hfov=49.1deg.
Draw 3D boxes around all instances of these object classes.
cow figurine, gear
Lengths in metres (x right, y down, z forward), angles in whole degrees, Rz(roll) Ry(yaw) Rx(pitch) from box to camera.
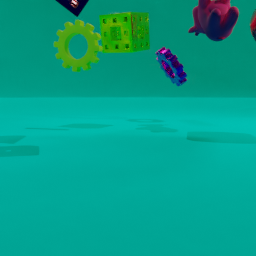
[{"bbox_3d":[2.214,-2.805,7.404,0.949,1.728,1.700,-7,-30,0],"label":"cow figurine"},{"bbox_3d":[1.528,-2.167,9.941,0.272,1.472,1.472,-36,11,-3],"label":"gear"},{"bbox_3d":[-1.301,-2.115,7.285,1.267,1.267,0.234,2,10,16],"label":"gear"}]

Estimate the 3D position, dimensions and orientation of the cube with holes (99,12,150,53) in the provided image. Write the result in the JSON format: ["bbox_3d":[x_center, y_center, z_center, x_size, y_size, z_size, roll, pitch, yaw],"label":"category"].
[{"bbox_3d":[-0.071,-2.694,7.932,1.010,1.010,1.010,8,23,31],"label":"cube with holes"}]

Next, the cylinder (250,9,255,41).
[{"bbox_3d":[3.402,-2.396,5.664,1.383,1.383,1.383,1,-8,5],"label":"cylinder"}]

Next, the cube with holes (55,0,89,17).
[{"bbox_3d":[-0.817,-2.261,4.010,0.797,0.797,0.797,32,25,-25],"label":"cube with holes"}]
